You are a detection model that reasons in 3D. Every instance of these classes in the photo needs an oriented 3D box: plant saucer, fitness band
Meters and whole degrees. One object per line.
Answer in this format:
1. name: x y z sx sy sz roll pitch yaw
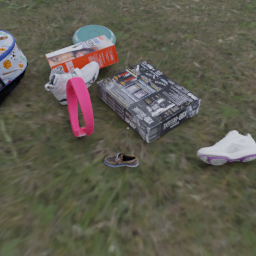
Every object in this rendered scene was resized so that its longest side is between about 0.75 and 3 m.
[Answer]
1. plant saucer: -1.419 -3.839 11.794 1.829 0.251 1.829 2 52 -3
2. fitness band: -1.380 -0.567 7.849 0.419 2.240 1.609 -10 92 -18

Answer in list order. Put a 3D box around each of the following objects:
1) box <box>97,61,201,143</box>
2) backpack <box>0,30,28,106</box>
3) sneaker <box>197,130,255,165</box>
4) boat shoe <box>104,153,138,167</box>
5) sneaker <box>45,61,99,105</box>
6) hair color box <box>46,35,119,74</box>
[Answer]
1. box: 0.619 -0.984 9.137 2.146 0.677 2.721 -30 54 -26
2. backpack: -4.827 -2.199 9.254 2.696 2.077 2.568 33 59 27
3. sneaker: 2.688 0.536 7.701 1.761 0.659 0.877 -3 63 -12
4. boat shoe: -0.190 0.846 7.690 0.947 0.343 0.342 0 48 4
5. sneaker: -1.801 -1.626 9.033 1.819 1.045 0.683 -43 53 4
6. hair color box: -1.689 -2.559 10.254 2.348 0.750 1.302 -24 39 -10
